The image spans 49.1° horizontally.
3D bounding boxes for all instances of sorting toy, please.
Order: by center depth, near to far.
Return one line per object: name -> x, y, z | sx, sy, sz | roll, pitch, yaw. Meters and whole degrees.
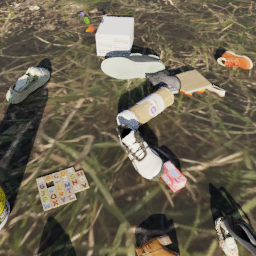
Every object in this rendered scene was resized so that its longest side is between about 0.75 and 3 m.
sorting toy -> -1.544, -3.774, 10.086 | 0.273, 0.794, 0.275 | -36, 8, -22
sorting toy -> 2.807, -1.960, 12.578 | 1.305, 0.454, 1.297 | -17, 46, -17

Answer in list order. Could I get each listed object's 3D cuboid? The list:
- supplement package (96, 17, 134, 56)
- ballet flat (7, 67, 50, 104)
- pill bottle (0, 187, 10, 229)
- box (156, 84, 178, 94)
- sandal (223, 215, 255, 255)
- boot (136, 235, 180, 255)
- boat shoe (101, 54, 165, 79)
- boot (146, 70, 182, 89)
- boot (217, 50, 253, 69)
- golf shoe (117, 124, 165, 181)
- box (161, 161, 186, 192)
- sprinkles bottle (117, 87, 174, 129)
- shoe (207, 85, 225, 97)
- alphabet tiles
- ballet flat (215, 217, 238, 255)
supplement package -> -0.643, -4.966, 15.166 | 1.762, 1.254, 2.262 | 4, 44, 5
ballet flat -> -4.327, -2.112, 12.403 | 0.949, 0.949, 2.731 | 14, 46, 14
pill bottle -> -4.180, 1.582, 7.133 | 1.565, 2.784, 1.565 | 0, 44, 0
box -> 1.687, -1.918, 12.719 | 0.736, 0.197, 1.215 | -13, 45, -14
sandal -> 3.257, 2.914, 7.288 | 1.729, 0.370, 0.657 | 44, 30, 26
boot -> 0.806, 3.318, 6.997 | 0.943, 0.466, 1.215 | -16, 46, -16
boat shoe -> 0.226, -2.960, 13.250 | 2.991, 1.131, 0.902 | 5, 43, -12
boot -> 1.527, -1.993, 12.317 | 1.075, 0.570, 1.634 | -19, 34, -19
boot -> 5.278, -3.235, 13.883 | 0.903, 0.632, 1.684 | -32, 46, -22
golf shoe -> 0.280, 0.745, 9.125 | 0.908, 1.104, 2.336 | -44, 47, 4
box -> 1.394, 1.532, 8.920 | 0.446, 0.412, 0.869 | -24, 48, -23
sprinkles bottle -> 0.728, -0.742, 10.994 | 0.857, 0.857, 2.510 | 34, 53, 31
shoe -> 3.907, -1.757, 12.498 | 0.353, 0.270, 1.011 | -29, 51, -27
alphabet tiles -> -2.041, 1.844, 8.855 | 1.486, 0.056, 1.243 | -17, 46, -17
ballet flat -> 2.630, 2.911, 7.507 | 0.427, 0.361, 1.130 | -7, 44, -8
